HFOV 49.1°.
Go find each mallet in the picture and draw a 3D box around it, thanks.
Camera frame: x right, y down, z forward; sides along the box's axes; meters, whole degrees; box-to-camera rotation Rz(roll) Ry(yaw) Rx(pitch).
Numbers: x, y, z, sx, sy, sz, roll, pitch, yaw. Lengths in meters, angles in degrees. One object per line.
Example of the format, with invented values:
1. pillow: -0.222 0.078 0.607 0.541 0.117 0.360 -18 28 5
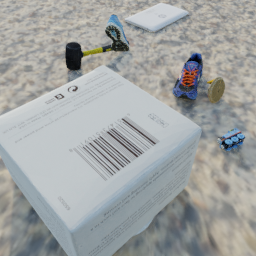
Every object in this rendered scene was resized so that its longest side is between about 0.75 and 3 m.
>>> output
1. mallet: -1.068 -2.686 10.155 2.684 0.884 0.552 -18 50 -38

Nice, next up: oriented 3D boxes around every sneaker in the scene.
1. sneaker: 1.899 -1.642 8.759 0.799 0.832 2.121 11 45 12
2. sneaker: -0.268 -2.929 8.737 0.588 1.500 0.675 3 72 11

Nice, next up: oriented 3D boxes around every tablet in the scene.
1. tablet: 1.335 -5.085 12.728 1.733 0.182 2.663 34 54 29

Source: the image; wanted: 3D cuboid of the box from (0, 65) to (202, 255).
1. box: -0.654 0.600 5.700 2.939 1.931 2.954 -33 53 -29

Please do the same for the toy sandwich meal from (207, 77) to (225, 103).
1. toy sandwich meal: 2.585 -1.154 8.346 0.874 0.874 0.299 -32 38 -29

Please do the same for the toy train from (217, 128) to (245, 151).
1. toy train: 2.629 0.300 7.174 0.752 0.326 0.430 -22 40 -18
